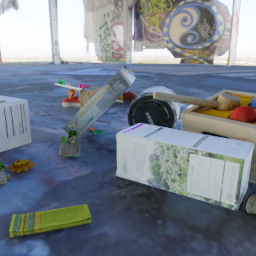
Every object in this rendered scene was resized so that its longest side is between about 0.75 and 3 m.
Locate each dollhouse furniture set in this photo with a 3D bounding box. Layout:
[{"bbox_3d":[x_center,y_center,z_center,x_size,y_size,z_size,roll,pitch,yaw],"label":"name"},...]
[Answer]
[{"bbox_3d":[-1.798,0.614,8.712,0.607,0.469,1.214,4,35,-10],"label":"dollhouse furniture set"}]

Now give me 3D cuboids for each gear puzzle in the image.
[{"bbox_3d":[-3.606,1.087,6.831,2.597,0.340,1.345,-9,19,-27],"label":"gear puzzle"}]

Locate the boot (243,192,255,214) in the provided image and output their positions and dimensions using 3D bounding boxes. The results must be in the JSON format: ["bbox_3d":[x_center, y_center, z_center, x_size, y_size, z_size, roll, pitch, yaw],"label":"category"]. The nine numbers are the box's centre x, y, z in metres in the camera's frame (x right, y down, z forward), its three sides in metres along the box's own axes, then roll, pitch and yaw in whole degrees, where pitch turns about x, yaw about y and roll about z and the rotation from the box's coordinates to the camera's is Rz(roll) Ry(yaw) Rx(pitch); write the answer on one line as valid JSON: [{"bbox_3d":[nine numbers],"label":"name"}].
[{"bbox_3d":[3.414,1.393,5.282,2.185,0.740,1.427,-5,12,-21],"label":"boot"}]

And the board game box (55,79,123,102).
[{"bbox_3d":[-2.165,-2.120,15.851,2.895,0.375,2.895,12,5,-44],"label":"board game box"}]

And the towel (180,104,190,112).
[{"bbox_3d":[3.043,-0.954,13.916,1.801,0.214,1.323,11,18,26],"label":"towel"}]

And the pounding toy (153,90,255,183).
[{"bbox_3d":[2.648,-0.205,7.671,2.623,2.026,2.849,-26,29,-34],"label":"pounding toy"}]

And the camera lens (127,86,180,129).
[{"bbox_3d":[0.962,-0.568,9.935,1.679,1.679,2.099,4,18,14],"label":"camera lens"}]

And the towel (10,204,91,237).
[{"bbox_3d":[-1.431,1.681,5.237,1.420,0.128,0.611,-5,18,-17],"label":"towel"}]

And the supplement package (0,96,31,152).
[{"bbox_3d":[-4.586,-0.025,8.507,1.555,1.497,2.734,11,19,32],"label":"supplement package"}]

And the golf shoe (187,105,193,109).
[{"bbox_3d":[2.702,-0.489,11.257,1.087,0.895,2.376,-6,16,-7],"label":"golf shoe"}]

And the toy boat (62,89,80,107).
[{"bbox_3d":[-2.960,-1.608,14.828,0.919,0.921,1.409,0,17,0],"label":"toy boat"}]

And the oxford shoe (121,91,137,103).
[{"bbox_3d":[0.217,-1.807,16.060,0.670,0.631,1.791,-4,17,-31],"label":"oxford shoe"}]

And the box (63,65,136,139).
[{"bbox_3d":[-0.958,-0.985,10.131,0.663,2.745,2.174,44,18,-8],"label":"box"}]

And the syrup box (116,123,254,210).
[{"bbox_3d":[1.206,0.745,6.481,2.912,1.146,1.186,11,19,30],"label":"syrup box"}]

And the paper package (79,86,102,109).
[{"bbox_3d":[-1.720,-1.353,13.529,0.639,1.177,1.235,9,21,27],"label":"paper package"}]

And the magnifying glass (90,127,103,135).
[{"bbox_3d":[-1.210,0.097,10.602,0.329,0.092,0.825,-10,19,-30],"label":"magnifying glass"}]
